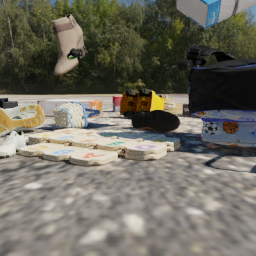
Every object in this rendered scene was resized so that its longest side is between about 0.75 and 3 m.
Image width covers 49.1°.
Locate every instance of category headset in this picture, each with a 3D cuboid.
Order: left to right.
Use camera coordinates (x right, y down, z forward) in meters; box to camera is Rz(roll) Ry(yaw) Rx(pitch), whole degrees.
[{"bbox_3d":[-1.627,-2.388,9.042,0.783,0.368,0.484,-27,-4,36],"label":"headset"}]

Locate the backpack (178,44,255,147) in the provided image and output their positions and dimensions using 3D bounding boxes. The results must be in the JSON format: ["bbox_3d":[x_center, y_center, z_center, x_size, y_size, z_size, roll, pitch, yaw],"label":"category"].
[{"bbox_3d":[2.529,-0.629,5.773,2.613,2.013,2.489,7,14,21],"label":"backpack"}]

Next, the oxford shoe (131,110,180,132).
[{"bbox_3d":[0.879,-0.213,8.012,0.616,0.616,1.728,2,4,-40],"label":"oxford shoe"}]

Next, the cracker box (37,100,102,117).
[{"bbox_3d":[-2.577,-0.916,12.679,2.491,0.719,1.669,2,8,11],"label":"cracker box"}]

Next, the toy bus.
[{"bbox_3d":[0.721,-0.896,11.650,1.674,1.136,1.607,3,-5,41],"label":"toy bus"}]

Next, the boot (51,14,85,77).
[{"bbox_3d":[-2.473,-3.277,10.798,0.841,1.751,2.394,-5,35,24],"label":"boot"}]

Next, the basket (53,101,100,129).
[{"bbox_3d":[-1.553,-0.403,8.317,1.030,0.812,1.168,8,25,42],"label":"basket"}]

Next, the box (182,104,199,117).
[{"bbox_3d":[3.897,-0.772,12.077,1.968,0.600,2.442,-9,12,-37],"label":"box"}]

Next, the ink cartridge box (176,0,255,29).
[{"bbox_3d":[2.324,-3.456,7.197,1.755,0.754,1.285,-26,54,-12],"label":"ink cartridge box"}]

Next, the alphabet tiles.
[{"bbox_3d":[-0.529,0.260,5.785,2.980,0.218,2.915,5,9,30],"label":"alphabet tiles"}]

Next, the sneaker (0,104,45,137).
[{"bbox_3d":[-3.299,-0.116,7.275,2.175,0.823,0.953,-6,-8,-45],"label":"sneaker"}]

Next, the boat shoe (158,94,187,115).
[{"bbox_3d":[1.744,-1.127,13.345,2.964,0.956,1.056,-5,9,-33],"label":"boat shoe"}]

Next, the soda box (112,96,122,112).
[{"bbox_3d":[0.555,-1.331,15.241,2.737,0.868,0.958,-2,8,-11],"label":"soda box"}]

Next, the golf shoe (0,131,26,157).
[{"bbox_3d":[-2.116,0.268,4.996,0.337,0.419,0.861,3,9,3],"label":"golf shoe"}]

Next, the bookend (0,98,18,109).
[{"bbox_3d":[-5.270,-0.867,12.033,1.736,0.800,1.725,4,9,26],"label":"bookend"}]
